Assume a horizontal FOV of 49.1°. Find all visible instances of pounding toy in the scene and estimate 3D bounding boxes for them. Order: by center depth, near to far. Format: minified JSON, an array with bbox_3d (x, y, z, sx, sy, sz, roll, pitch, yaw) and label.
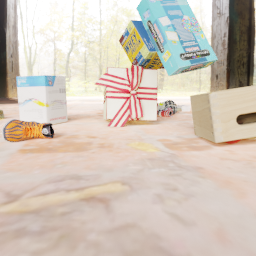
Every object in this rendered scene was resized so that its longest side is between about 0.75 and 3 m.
[{"bbox_3d":[3.256,-0.235,7.557,2.476,1.760,2.279,-8,5,-1],"label":"pounding toy"}]

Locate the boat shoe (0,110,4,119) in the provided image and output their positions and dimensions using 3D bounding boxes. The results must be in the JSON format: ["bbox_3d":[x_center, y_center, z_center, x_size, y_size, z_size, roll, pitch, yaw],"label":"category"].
[{"bbox_3d":[-6.353,-0.630,13.313,0.516,0.463,1.394,0,8,-1],"label":"boat shoe"}]

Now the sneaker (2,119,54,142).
[{"bbox_3d":[-2.725,0.042,8.015,0.923,0.639,1.647,2,8,20],"label":"sneaker"}]

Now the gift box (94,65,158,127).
[{"bbox_3d":[-0.123,-1.222,11.554,2.519,2.324,2.352,-4,1,-10],"label":"gift box"}]

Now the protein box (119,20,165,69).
[{"bbox_3d":[0.918,-3.645,12.375,1.824,1.810,1.230,-14,-22,-36],"label":"protein box"}]

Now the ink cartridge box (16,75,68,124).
[{"bbox_3d":[-3.550,-1.173,11.730,1.443,1.976,1.450,2,8,22],"label":"ink cartridge box"}]

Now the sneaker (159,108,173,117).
[{"bbox_3d":[2.204,-0.818,14.744,0.681,0.431,1.211,1,15,37],"label":"sneaker"}]

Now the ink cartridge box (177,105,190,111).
[{"bbox_3d":[3.577,-1.301,18.356,0.637,0.368,0.873,-3,9,-21],"label":"ink cartridge box"}]

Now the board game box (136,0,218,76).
[{"bbox_3d":[1.404,-2.677,7.994,1.673,2.216,0.520,-19,-9,-34],"label":"board game box"}]

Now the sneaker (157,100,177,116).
[{"bbox_3d":[1.822,-1.104,15.612,2.187,0.848,0.871,-5,1,-30],"label":"sneaker"}]

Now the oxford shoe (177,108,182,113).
[{"bbox_3d":[2.545,-1.182,16.852,1.505,0.556,0.533,-2,8,-16],"label":"oxford shoe"}]
